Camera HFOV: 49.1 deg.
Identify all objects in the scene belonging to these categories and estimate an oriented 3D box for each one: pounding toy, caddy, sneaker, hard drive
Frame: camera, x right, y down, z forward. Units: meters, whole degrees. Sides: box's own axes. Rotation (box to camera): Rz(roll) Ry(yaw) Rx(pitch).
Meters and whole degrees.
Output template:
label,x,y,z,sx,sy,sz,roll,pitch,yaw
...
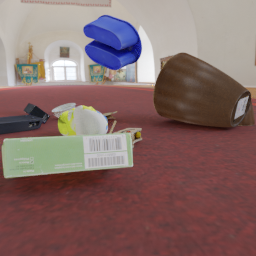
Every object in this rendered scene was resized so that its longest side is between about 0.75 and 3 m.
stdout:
label,x,y,z,sx,sy,sz,roll,pitch,yaw
pounding toy,-0.047,0.148,7.936,0.706,0.708,1.234,7,17,39
caddy,-0.624,-3.541,11.533,2.595,1.835,1.362,29,47,26
sneaker,-1.046,-0.196,8.600,1.463,1.055,2.785,-6,9,-34
hard drive,-4.316,-0.142,10.074,2.108,0.446,1.422,-9,15,-39

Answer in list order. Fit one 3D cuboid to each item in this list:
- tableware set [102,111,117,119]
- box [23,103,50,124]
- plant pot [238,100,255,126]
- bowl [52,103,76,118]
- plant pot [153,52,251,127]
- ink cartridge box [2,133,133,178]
label,x,y,z,sx,sy,sz,roll,pitch,yaw
tableware set,-0.988,-0.426,11.889,1.123,0.340,1.699,-11,5,3
box,-3.805,-0.620,11.649,0.767,0.428,1.086,43,-15,-31
plant pot,4.546,-0.830,11.388,1.210,1.295,1.210,0,11,0
bowl,-2.801,-0.709,12.527,1.094,0.492,1.094,-13,21,5
plant pot,3.012,-1.228,10.847,2.791,2.791,2.986,-11,29,-44
ink cartridge box,-1.338,0.572,5.949,2.129,0.701,2.925,-3,-7,-18
